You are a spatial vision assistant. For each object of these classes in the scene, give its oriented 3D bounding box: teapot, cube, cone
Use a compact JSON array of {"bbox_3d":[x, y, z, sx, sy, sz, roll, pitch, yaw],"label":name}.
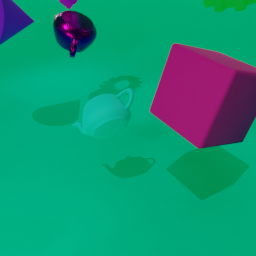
[{"bbox_3d":[-1.535,-2.684,7.918,1.220,0.961,1.963,10,48,-21],"label":"teapot"},{"bbox_3d":[1.300,-0.525,4.484,1.200,1.200,1.200,-4,32,-38],"label":"cube"},{"bbox_3d":[-2.790,-2.567,6.545,1.588,1.588,1.594,16,20,24],"label":"cone"},{"bbox_3d":[-0.454,-0.236,5.053,0.888,1.428,0.699,19,43,-56],"label":"teapot"}]

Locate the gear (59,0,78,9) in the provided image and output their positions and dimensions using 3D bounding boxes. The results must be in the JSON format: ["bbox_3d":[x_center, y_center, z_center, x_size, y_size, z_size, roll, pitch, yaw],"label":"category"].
[{"bbox_3d":[-1.219,-4.014,7.441,0.325,1.758,1.758,32,20,-28],"label":"gear"}]

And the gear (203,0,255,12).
[{"bbox_3d":[2.399,-3.020,5.746,1.751,0.324,1.751,-16,43,16],"label":"gear"}]
